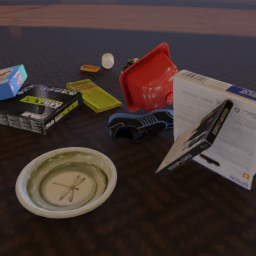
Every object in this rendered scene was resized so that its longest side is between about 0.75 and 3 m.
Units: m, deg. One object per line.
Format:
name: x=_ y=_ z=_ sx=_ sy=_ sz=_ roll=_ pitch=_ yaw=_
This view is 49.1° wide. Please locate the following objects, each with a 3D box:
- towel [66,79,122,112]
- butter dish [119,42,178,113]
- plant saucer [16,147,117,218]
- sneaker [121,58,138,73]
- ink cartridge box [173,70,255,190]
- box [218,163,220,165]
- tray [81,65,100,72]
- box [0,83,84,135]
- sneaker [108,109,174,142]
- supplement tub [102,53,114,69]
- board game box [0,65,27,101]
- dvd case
towel: x=-1.576 y=-1.517 z=12.399 sx=1.271 sy=0.267 sz=2.953 roll=-21 pitch=38 yaw=-28
butter dish: x=1.100 y=-1.467 z=10.174 sx=2.287 sy=2.280 sz=1.690 roll=-38 pitch=55 yaw=-12
plant saucer: x=-1.550 y=1.471 z=7.304 sx=2.528 sy=0.634 sz=2.528 roll=1 pitch=32 yaw=0
sneaker: x=0.101 y=-3.309 z=14.970 sx=0.564 sy=0.571 sz=1.437 roll=18 pitch=38 yaw=24
ink cartridge box: x=2.399 y=0.018 z=7.610 sx=0.583 sy=2.691 sz=2.642 roll=-34 pitch=44 yaw=-29
box: x=3.154 y=0.794 z=8.567 sx=0.754 sy=0.443 sz=0.741 roll=5 pitch=32 yaw=10
tray: x=-2.049 y=-3.230 z=15.206 sx=0.933 sy=0.173 sz=0.460 roll=12 pitch=34 yaw=17
box: x=-3.573 y=-0.863 z=10.996 sx=2.721 sy=0.646 sz=2.627 roll=12 pitch=32 yaw=21
sneaker: x=0.608 y=0.003 z=9.532 sx=2.544 sy=0.892 sz=0.991 roll=-5 pitch=41 yaw=-2
supplement tub: x=-1.117 y=-3.704 z=15.488 sx=0.655 sy=0.655 sz=0.908 roll=-2 pitch=32 yaw=-3
board game box: x=-5.682 y=-1.789 z=11.815 sx=2.254 sy=0.667 sz=2.964 roll=-15 pitch=28 yaw=-2
dvd case: x=1.559 y=0.294 z=6.766 sx=0.251 sy=2.033 sz=1.528 roll=41 pitch=53 yaw=0
